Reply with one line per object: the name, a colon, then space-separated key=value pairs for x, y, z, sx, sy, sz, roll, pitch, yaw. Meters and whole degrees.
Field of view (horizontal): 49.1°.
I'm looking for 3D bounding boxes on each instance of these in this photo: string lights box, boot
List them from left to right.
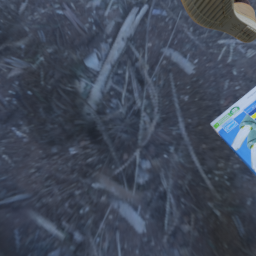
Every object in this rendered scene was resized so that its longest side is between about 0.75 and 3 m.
boot: x=1.544 y=-2.650 z=5.296 sx=2.192 sy=0.793 sz=1.823 roll=20 pitch=47 yaw=-37
string lights box: x=2.498 y=0.326 z=4.303 sx=1.314 sy=2.557 sz=0.754 roll=-42 pitch=118 yaw=12
